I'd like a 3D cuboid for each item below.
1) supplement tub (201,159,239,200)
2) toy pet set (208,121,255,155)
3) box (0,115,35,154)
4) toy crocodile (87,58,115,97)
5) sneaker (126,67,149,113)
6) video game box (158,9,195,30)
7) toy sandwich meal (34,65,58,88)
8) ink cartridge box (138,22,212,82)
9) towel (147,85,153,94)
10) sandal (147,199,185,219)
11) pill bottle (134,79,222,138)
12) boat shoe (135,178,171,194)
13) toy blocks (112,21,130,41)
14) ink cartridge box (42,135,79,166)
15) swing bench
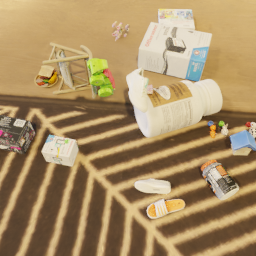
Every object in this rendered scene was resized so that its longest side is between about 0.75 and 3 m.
[{"bbox_3d":[2.899,1.633,8.945,0.720,0.720,1.175,-21,57,-14],"label":"supplement tub"},{"bbox_3d":[3.839,0.152,9.907,1.629,0.865,1.521,0,54,1],"label":"toy pet set"},{"bbox_3d":[-4.232,0.201,9.880,1.495,0.858,0.988,11,54,6],"label":"box"},{"bbox_3d":[-0.869,-1.801,10.099,0.790,2.560,0.864,-12,73,7],"label":"toy crocodile"},{"bbox_3d":[0.407,-1.238,8.737,0.694,0.590,1.569,-34,56,30],"label":"sneaker"},{"bbox_3d":[2.411,-5.410,14.155,1.738,0.407,1.584,2,57,1],"label":"video game box"},{"bbox_3d":[-3.466,-2.173,11.859,1.109,0.380,1.109,0,55,0],"label":"toy sandwich meal"},{"bbox_3d":[2.022,-3.356,12.207,2.779,1.163,2.016,15,56,10],"label":"ink cartridge box"},{"bbox_3d":[0.565,-1.269,9.436,0.552,0.113,0.754,-9,24,7],"label":"towel"},{"bbox_3d":[1.173,2.391,8.623,1.235,0.354,0.473,-14,56,-10],"label":"sandal"},{"bbox_3d":[1.789,-0.810,10.100,2.887,1.651,1.651,-16,56,-12],"label":"pill bottle"},{"bbox_3d":[0.802,1.818,9.033,1.156,0.416,0.396,2,35,8],"label":"boat shoe"},{"bbox_3d":[-0.416,-4.597,13.404,0.760,0.710,0.640,20,54,10],"label":"toy blocks"},{"bbox_3d":[-2.284,0.777,9.552,0.965,0.705,0.708,10,56,7],"label":"ink cartridge box"},{"bbox_3d":[-2.128,-2.233,11.023,1.824,1.814,1.183,4,55,3],"label":"swing bench"}]
